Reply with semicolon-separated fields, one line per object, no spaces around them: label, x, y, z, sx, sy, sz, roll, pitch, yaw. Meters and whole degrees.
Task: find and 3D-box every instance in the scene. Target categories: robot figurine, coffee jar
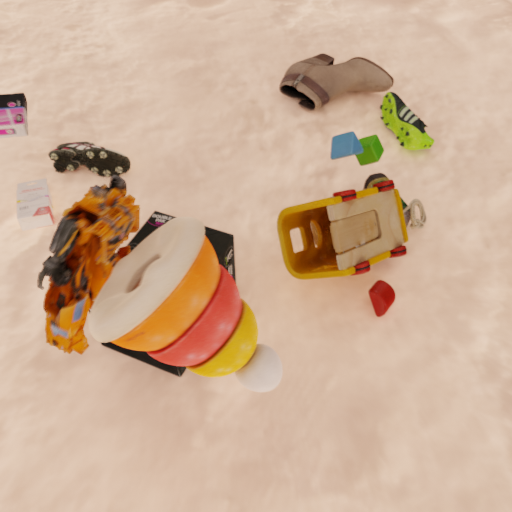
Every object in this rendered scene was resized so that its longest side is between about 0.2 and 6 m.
robot figurine;-2.076;0.110;7.144;0.680;2.336;1.693;26;39;3
coffee jar;2.599;-1.081;11.239;0.528;0.646;1.238;-13;51;-13

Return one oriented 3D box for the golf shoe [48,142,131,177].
golf shoe;-3.577;-2.224;12.254;1.812;0.700;0.798;7;42;6

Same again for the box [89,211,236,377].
box;-1.473;0.568;9.294;1.595;1.335;2.147;19;51;16

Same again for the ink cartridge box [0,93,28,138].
ink cartridge box;-2.798;-1.342;5.483;1.051;0.195;0.498;-10;55;-12

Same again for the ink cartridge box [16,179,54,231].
ink cartridge box;-4.502;-1.061;11.403;0.638;0.370;1.096;-12;51;-10

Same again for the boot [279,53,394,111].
boot;1.897;-4.228;13.978;2.506;0.880;1.832;25;57;25

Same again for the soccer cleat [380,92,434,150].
soccer cleat;3.508;-3.140;13.162;0.798;0.665;1.970;3;48;-20

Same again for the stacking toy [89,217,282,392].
stacking toy;-0.578;0.843;6.462;1.689;2.312;1.689;-36;24;20

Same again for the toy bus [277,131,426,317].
toy bus;1.627;-0.498;10.082;1.484;2.871;2.709;-7;51;41
